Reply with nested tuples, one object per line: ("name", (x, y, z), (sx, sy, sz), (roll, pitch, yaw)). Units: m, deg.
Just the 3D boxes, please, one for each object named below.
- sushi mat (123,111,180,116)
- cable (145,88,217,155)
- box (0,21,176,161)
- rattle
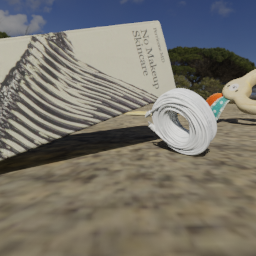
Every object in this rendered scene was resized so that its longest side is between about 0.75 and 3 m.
("sushi mat", (1.008, -0.619, 12.203), (2.365, 0.143, 1.132), (5, 9, 42))
("cable", (0.681, -0.067, 3.497), (0.299, 0.865, 0.865), (-33, -11, -33))
("box", (-0.715, -0.565, 3.523), (2.831, 1.163, 0.968), (-25, 13, -37))
("rattle", (2.939, -1.250, 7.304), (2.631, 1.713, 1.880), (-2, -24, 41))
